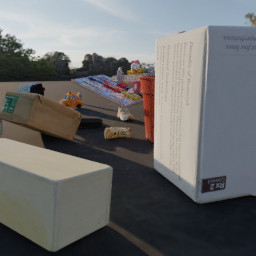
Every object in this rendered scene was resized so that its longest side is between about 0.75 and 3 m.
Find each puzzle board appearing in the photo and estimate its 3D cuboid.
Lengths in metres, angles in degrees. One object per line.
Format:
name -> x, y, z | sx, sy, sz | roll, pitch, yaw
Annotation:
puzzle board -> -0.654, -1.722, 12.162 | 2.929, 0.255, 2.207 | 27, 27, 25

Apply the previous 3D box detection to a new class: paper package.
paper package -> -2.870, -0.420, 9.096 | 1.939, 1.003, 1.848 | 11, -11, 39

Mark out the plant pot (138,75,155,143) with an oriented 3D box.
plant pot -> 1.364, -0.612, 8.950 | 2.126, 2.068, 2.126 | 0, 12, 0

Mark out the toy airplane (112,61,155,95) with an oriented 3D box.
toy airplane -> 0.303, -2.016, 10.831 | 1.463, 1.032, 1.457 | -39, 58, -20

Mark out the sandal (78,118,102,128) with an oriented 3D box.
sandal -> -2.466, -0.413, 11.255 | 2.884, 0.690, 1.084 | 0, 12, -1

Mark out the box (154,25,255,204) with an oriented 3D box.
box -> 2.220, -0.383, 5.699 | 2.960, 2.976, 1.945 | -4, 13, -19

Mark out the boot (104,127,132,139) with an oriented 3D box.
boot -> -0.332, 0.180, 9.381 | 0.765, 0.358, 0.984 | 4, 9, 17

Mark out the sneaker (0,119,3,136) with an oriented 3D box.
sneaker -> -5.562, -0.286, 9.679 | 1.641, 1.088, 2.883 | -8, 17, -41

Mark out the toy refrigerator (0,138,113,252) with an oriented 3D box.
toy refrigerator -> -1.738, 0.903, 4.588 | 2.908, 1.017, 1.104 | 9, 8, 34

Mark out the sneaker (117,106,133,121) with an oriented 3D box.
sneaker -> -0.158, -0.703, 12.771 | 0.512, 0.622, 1.353 | -6, 14, -24

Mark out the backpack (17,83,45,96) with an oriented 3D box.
backpack -> -5.547, -1.831, 15.954 | 1.253, 1.478, 1.665 | -1, 14, 5

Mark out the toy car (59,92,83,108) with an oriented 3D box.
toy car -> -3.479, -1.806, 17.062 | 1.420, 0.963, 2.895 | -2, 13, -10
